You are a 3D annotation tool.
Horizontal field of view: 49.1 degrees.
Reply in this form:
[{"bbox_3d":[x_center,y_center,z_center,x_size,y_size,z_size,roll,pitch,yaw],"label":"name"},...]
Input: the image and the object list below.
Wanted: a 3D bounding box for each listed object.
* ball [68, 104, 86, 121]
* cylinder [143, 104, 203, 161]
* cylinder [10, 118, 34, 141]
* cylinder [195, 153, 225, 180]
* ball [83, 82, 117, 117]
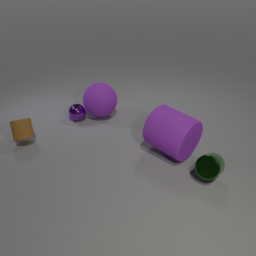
[{"bbox_3d":[-2.067,-0.638,11.367,0.700,0.700,0.700,0,30,0],"label":"ball"},{"bbox_3d":[1.432,0.139,8.991,1.400,1.400,1.400,30,41,32],"label":"cylinder"},{"bbox_3d":[-3.700,0.045,9.795,0.700,0.700,0.700,-11,5,1],"label":"cylinder"},{"bbox_3d":[2.353,1.083,8.024,0.700,0.700,0.700,18,10,28],"label":"cylinder"},{"bbox_3d":[-1.136,-1.154,11.459,1.400,1.400,1.400,0,30,0],"label":"ball"}]
